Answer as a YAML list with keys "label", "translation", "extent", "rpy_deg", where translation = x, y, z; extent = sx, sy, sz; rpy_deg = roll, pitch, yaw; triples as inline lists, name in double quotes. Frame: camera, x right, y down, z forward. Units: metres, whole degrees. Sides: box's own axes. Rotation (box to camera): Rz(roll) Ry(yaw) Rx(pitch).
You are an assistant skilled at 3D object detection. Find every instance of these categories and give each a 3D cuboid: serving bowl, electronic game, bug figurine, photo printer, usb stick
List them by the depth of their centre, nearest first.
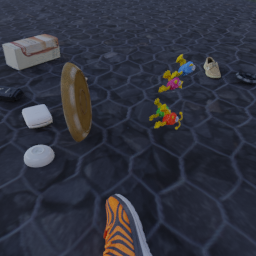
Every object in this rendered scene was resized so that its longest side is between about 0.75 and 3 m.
- label: "serving bowl"
  translation: [-2.754, 0.802, 8.641]
  extent: [0.918, 0.302, 0.918]
  rpy_deg: [1, 35, 0]
- label: "bug figurine"
  translation: [1.392, -1.013, 8.782]
  extent: [0.604, 2.349, 1.822]
  rpy_deg: [20, -3, -12]
- label: "photo printer"
  translation: [-3.326, -0.414, 10.308]
  extent: [0.929, 0.388, 1.116]
  rpy_deg: [-16, 37, -22]
- label: "usb stick"
  translation: [-5.790, -1.569, 11.929]
  extent: [2.696, 0.439, 0.747]
  rpy_deg: [10, 36, 13]
- label: "electronic game"
  translation: [5.650, -2.357, 13.239]
  extent: [1.116, 0.232, 1.116]
  rpy_deg: [7, 34, -5]

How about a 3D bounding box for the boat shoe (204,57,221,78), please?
- label: "boat shoe"
  translation: [4.172, -2.999, 13.873]
  extent: [0.629, 0.567, 1.745]
  rpy_deg: [0, 35, 0]

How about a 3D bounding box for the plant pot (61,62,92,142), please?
- label: "plant pot"
  translation: [-1.550, -0.825, 8.936]
  extent: [0.347, 2.526, 2.526]
  rpy_deg: [-5, 34, 6]

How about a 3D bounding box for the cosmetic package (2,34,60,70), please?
- label: "cosmetic package"
  translation: [-5.111, -4.121, 14.988]
  extent: [1.347, 1.137, 2.607]
  rpy_deg: [26, 42, 32]

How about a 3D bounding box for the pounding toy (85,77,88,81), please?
- label: "pounding toy"
  translation: [-2.434, -2.227, 12.606]
  extent: [1.297, 0.744, 0.742]
  rpy_deg: [16, 33, 22]

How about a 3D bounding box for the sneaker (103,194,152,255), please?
- label: "sneaker"
  translation: [-0.385, 2.478, 5.606]
  extent: [1.470, 1.018, 2.624]
  rpy_deg: [-10, 36, -16]
